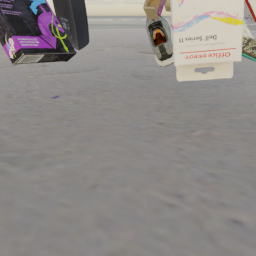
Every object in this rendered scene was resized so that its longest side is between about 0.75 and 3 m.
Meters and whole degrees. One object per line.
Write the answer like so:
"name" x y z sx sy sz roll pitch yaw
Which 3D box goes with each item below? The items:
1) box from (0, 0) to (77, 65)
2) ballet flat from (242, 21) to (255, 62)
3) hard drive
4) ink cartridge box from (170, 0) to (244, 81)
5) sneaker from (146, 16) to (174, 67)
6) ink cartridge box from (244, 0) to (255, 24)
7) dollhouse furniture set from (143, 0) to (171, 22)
"box" -1.978 -2.177 5.148 0.378 2.096 1.498 -31 0 29
"ballet flat" 2.358 -2.384 7.097 2.447 0.921 0.830 18 20 12
"hard drive" -1.799 -3.762 8.325 0.543 2.564 1.729 -22 35 -23
"ink cartridge box" 1.311 -1.694 4.725 1.131 1.931 0.650 -3 22 10
"sneaker" 1.055 -3.136 9.317 0.863 0.926 2.335 -21 53 14
"ink cartridge box" 2.212 -2.306 5.297 0.230 0.743 0.916 -24 20 32
"dollhouse furniture set" 2.089 -4.141 8.468 2.420 2.285 1.579 16 -3 24
